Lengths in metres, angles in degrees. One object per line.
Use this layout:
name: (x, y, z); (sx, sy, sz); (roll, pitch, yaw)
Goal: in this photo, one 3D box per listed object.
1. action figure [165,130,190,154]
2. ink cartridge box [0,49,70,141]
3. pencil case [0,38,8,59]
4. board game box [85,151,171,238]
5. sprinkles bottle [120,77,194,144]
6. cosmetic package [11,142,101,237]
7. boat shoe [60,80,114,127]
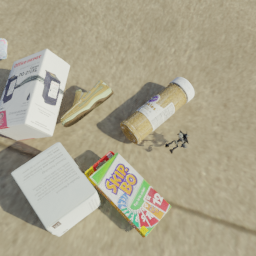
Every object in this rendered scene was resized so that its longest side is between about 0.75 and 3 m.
action figure: (1.509, 0.381, 8.088); (0.854, 0.436, 0.508); (-35, 99, -17)
ink cartridge box: (-2.865, -0.946, 8.341); (1.728, 1.007, 2.387); (-7, 64, 35)
pencil case: (-4.607, -2.907, 10.244); (0.378, 0.412, 0.909); (-37, 49, 21)
board game box: (-0.021, 1.660, 7.459); (2.275, 0.341, 1.087); (43, 60, 12)
sprinkles bottle: (0.948, -0.571, 8.781); (2.535, 0.865, 0.865); (-40, 68, -18)
cosmetic package: (-1.797, 1.617, 7.295); (1.422, 1.421, 1.724); (-36, 69, -17)
boat shoe: (-1.348, -0.800, 8.435); (0.769, 0.723, 2.018); (51, 52, -4)
